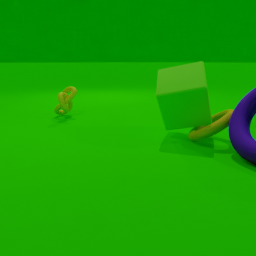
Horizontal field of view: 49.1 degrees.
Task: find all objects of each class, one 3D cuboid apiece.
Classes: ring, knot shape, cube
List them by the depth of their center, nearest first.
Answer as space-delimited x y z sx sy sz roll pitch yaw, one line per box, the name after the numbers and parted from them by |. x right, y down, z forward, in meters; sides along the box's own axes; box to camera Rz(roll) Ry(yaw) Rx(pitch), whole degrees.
2.819 -0.170 5.106 0.404 2.020 2.020 41 -9 -32 | ring
1.931 -0.061 6.438 1.193 0.239 1.193 -31 2 1 | ring
1.339 -0.751 6.662 1.098 1.098 1.098 -8 41 17 | cube
-2.049 -0.793 9.098 0.484 0.980 1.048 21 42 -7 | knot shape

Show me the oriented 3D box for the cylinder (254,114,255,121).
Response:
4.002 -0.484 7.793 0.770 0.770 0.770 -10 13 8 | cylinder
